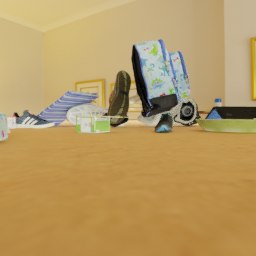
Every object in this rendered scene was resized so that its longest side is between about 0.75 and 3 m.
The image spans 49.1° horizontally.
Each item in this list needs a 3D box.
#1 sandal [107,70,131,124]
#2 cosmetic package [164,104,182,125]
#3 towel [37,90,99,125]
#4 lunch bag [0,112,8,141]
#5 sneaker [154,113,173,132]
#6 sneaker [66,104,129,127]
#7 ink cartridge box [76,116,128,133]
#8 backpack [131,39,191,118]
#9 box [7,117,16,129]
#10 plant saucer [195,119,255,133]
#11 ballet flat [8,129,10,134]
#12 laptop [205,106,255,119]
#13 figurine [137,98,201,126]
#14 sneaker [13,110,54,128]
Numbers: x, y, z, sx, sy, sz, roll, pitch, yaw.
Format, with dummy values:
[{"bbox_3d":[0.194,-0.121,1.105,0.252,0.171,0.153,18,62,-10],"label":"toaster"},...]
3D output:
[{"bbox_3d":[-0.413,-1.147,10.560,0.877,2.146,0.586,20,-20,-41],"label":"sandal"},{"bbox_3d":[2.078,-0.774,15.320,2.178,1.146,0.774,2,8,9],"label":"cosmetic package"},{"bbox_3d":[-2.876,-0.840,12.242,2.872,0.343,2.080,-31,-12,27],"label":"towel"},{"bbox_3d":[-2.522,0.011,4.389,1.038,0.499,1.295,-3,3,-8],"label":"lunch bag"},{"bbox_3d":[1.017,-0.162,7.916,0.498,0.557,1.360,1,3,10],"label":"sneaker"},{"bbox_3d":[-1.247,-0.546,11.554,2.694,1.017,1.550,2,0,-7],"label":"sneaker"},{"bbox_3d":[-0.685,-0.101,7.664,1.219,0.462,0.901,2,3,22],"label":"ink cartridge box"},{"bbox_3d":[1.259,-2.079,11.289,2.051,2.791,2.554,-15,-5,-2],"label":"backpack"},{"bbox_3d":[-5.436,-0.161,9.391,1.849,0.465,2.561,1,1,30],"label":"box"},{"bbox_3d":[3.218,-0.080,8.247,2.399,0.373,2.399,0,2,0],"label":"plant saucer"},{"bbox_3d":[-3.396,-0.146,6.168,2.138,0.666,0.721,2,3,33],"label":"ballet flat"},{"bbox_3d":[4.450,-0.101,10.788,2.370,1.381,2.674,-1,29,-4],"label":"laptop"},{"bbox_3d":[2.104,-0.564,13.508,2.742,1.180,2.675,0,-6,20],"label":"figurine"},{"bbox_3d":[-3.659,-0.350,10.729,1.660,0.702,0.622,1,2,2],"label":"sneaker"}]
